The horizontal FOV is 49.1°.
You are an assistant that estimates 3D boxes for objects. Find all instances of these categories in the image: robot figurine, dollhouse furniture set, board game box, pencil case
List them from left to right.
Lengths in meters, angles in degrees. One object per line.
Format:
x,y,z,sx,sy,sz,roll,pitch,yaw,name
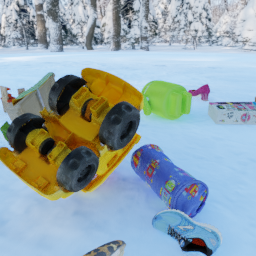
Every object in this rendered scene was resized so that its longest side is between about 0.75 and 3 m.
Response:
-2.855,-0.532,8.073,1.200,2.392,1.567,26,58,15,dollhouse furniture set
-4.650,-1.493,13.289,2.426,1.263,2.453,-18,26,-41,dollhouse furniture set
1.590,-1.272,12.304,2.318,1.528,2.642,-12,23,-31,robot figurine
0.883,1.137,6.430,1.003,0.901,2.309,32,4,-28,pencil case
4.582,-0.650,11.864,2.023,0.650,1.493,1,20,1,board game box

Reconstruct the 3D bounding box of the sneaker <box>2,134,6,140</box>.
-3.462,-0.027,10.073,2.017,0.758,0.818,-10,13,-28,sneaker

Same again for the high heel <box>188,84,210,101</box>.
3.940,-2.163,15.689,0.654,0.932,1.942,-4,20,-11,high heel

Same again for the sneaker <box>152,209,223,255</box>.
0.985,1.866,4.977,1.268,0.497,0.570,11,25,28,sneaker

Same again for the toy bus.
-1.022,0.504,6.475,1.947,2.754,2.869,30,64,24,toy bus

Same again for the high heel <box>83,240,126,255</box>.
-1.336,2.026,3.795,1.783,0.893,2.502,21,36,33,high heel
